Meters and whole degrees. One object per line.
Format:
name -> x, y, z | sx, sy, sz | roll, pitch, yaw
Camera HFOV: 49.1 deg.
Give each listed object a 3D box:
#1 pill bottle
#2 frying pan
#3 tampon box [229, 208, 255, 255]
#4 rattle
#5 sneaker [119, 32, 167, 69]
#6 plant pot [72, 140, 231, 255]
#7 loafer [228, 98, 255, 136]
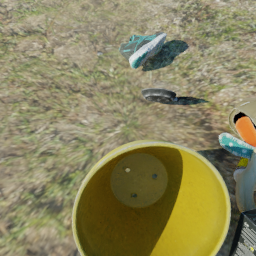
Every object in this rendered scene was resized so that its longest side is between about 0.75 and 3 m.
pill bottle -> 3.250, 0.863, 7.098 | 0.736, 0.736, 1.348 | 27, 55, 20
frying pan -> 1.188, -0.901, 8.518 | 1.753, 1.060, 0.285 | 13, 79, -34
tampon box -> 2.644, 2.239, 5.393 | 0.903, 1.205, 0.761 | -7, 27, -22
rattle -> 3.012, 1.047, 5.690 | 1.747, 1.916, 2.683 | -17, 89, 17
sneaker -> 0.546, -3.031, 10.013 | 1.020, 0.867, 2.235 | 40, 52, 10
plant pot -> 0.334, 1.373, 5.668 | 2.728, 2.728, 1.936 | -6, 12, -5
loafer -> 3.013, -0.209, 6.963 | 0.901, 2.673, 1.016 | -32, 81, -3
